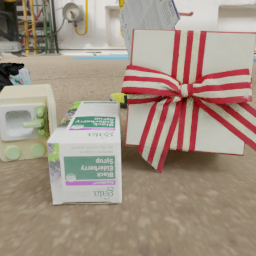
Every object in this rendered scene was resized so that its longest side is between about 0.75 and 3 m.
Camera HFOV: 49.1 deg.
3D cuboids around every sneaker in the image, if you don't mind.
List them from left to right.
[{"bbox_3d":[0.422,-1.157,10.076,2.251,0.860,0.849,5,20,17],"label":"sneaker"}]

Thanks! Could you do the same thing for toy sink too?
[{"bbox_3d":[-2.175,-0.111,6.071,1.162,1.352,2.074,-6,20,-17],"label":"toy sink"}]

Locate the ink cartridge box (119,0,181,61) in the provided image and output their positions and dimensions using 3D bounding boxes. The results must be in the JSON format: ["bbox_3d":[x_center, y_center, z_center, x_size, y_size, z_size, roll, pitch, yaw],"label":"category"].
[{"bbox_3d":[0.691,-3.342,8.595,0.635,2.879,2.933,-2,-23,-25],"label":"ink cartridge box"}]

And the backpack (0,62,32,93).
[{"bbox_3d":[-4.000,-1.130,8.512,2.252,1.708,2.699,-4,18,1],"label":"backpack"}]

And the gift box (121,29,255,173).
[{"bbox_3d":[1.263,-0.511,5.759,2.445,2.650,2.475,0,3,9],"label":"gift box"}]

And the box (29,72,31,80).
[{"bbox_3d":[-5.521,-1.885,12.012,1.988,1.043,1.829,9,19,27],"label":"box"}]

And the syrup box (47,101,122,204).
[{"bbox_3d":[-0.657,0.276,5.304,1.051,1.087,2.670,-1,17,-1],"label":"syrup box"}]
